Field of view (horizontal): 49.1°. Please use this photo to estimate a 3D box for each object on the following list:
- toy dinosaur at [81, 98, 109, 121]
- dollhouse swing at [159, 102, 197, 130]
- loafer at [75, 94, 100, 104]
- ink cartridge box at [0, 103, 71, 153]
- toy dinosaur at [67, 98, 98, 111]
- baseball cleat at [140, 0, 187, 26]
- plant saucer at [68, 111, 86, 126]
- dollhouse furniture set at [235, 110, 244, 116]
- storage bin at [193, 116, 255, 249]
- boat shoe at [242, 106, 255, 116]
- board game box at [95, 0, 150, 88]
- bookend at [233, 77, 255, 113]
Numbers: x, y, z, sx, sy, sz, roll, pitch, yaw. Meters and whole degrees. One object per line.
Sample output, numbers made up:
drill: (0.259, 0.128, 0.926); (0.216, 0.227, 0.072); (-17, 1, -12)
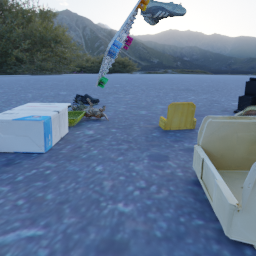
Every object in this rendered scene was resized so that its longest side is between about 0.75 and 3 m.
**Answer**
toy dinosaur: (-1.445, -0.647, 12.177); (1.489, 0.639, 1.009); (20, -26, 4)
dollhouse swing: (1.859, -0.515, 10.502); (1.211, 1.064, 1.100); (-3, 14, -7)
loafer: (-2.399, -1.696, 16.308); (1.652, 0.580, 0.561); (7, 16, 27)
ink cartridge box: (-2.959, -0.116, 9.005); (1.696, 0.977, 2.929); (1, 14, 4)
toy dinosaur: (-2.458, -1.104, 14.036); (1.042, 0.561, 2.364); (20, 19, 14)
baseball cleat: (1.205, -3.933, 9.682); (1.743, 0.928, 0.608); (26, 53, 24)
plant saucer: (-2.623, -0.372, 11.338); (1.578, 0.378, 1.576); (1, 14, 3)
dollhouse furniture set: (5.011, -0.334, 10.343); (1.677, 1.182, 1.175); (-27, 3, 23)
storage bin: (2.836, 0.699, 4.940); (2.850, 1.345, 2.871); (1, 14, 2)
boat shoe: (4.929, 0.030, 9.026); (2.551, 0.918, 0.861); (17, 53, 28)
board game box: (-0.210, -2.594, 8.802); (0.300, 2.319, 2.320); (29, -23, -4)
bookend: (5.910, -1.581, 13.656); (0.758, 1.635, 1.646); (14, 20, 42)
